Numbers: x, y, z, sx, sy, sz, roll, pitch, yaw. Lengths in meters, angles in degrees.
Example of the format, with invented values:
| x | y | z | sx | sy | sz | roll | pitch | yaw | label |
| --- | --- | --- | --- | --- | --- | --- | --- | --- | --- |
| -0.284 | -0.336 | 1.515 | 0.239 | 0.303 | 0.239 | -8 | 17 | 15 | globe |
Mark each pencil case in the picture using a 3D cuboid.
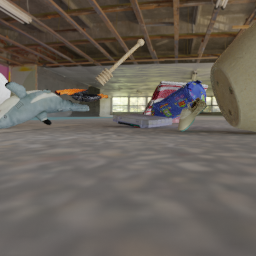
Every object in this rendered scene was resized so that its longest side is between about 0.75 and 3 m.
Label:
| x | y | z | sx | sy | sz | roll | pitch | yaw | label |
| --- | --- | --- | --- | --- | --- | --- | --- | --- | --- |
| 1.647 | -0.836 | 9.481 | 2.135 | 0.927 | 0.833 | -28 | 23 | 51 | pencil case |

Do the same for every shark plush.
| x | y | z | sx | sy | sz | roll | pitch | yaw | label |
| --- | --- | --- | --- | --- | --- | --- | --- | --- | --- |
| -2.718 | -0.500 | 8.934 | 2.815 | 1.172 | 1.279 | 4 | -36 | -29 | shark plush |

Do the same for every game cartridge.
| x | y | z | sx | sy | sz | roll | pitch | yaw | label |
| --- | --- | --- | --- | --- | --- | --- | --- | --- | --- |
| 0.440 | -0.256 | 9.484 | 1.164 | 0.345 | 1.795 | -12 | 15 | -39 | game cartridge |

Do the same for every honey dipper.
| x | y | z | sx | sy | sz | roll | pitch | yaw | label |
| --- | --- | --- | --- | --- | --- | --- | --- | --- | --- |
| -0.216 | -2.030 | 8.468 | 1.846 | 0.351 | 0.351 | -45 | 7 | -4 | honey dipper |

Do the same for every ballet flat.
| x | y | z | sx | sy | sz | roll | pitch | yaw | label |
| --- | --- | --- | --- | --- | --- | --- | --- | --- | --- |
| 1.577 | -0.396 | 7.143 | 0.428 | 0.428 | 1.231 | 3 | 35 | 46 | ballet flat |

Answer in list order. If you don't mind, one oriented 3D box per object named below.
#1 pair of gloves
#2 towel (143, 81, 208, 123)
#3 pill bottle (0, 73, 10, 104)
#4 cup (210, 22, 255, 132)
| x | y | z | sx | sy | sz | roll | pitch | yaw | label |
| --- | --- | --- | --- | --- | --- | --- | --- | --- | --- |
| -1.542 | -1.088 | 9.291 | 1.451 | 0.179 | 1.293 | 21 | 23 | 38 | pair of gloves |
| 1.795 | -0.952 | 11.369 | 1.947 | 0.307 | 2.703 | 2 | -27 | -12 | towel |
| -5.968 | -1.097 | 10.941 | 2.923 | 1.622 | 1.622 | -20 | -11 | 41 | pill bottle |
| 2.989 | -1.024 | 5.938 | 2.034 | 2.844 | 2.844 | -19 | 2 | 3 | cup |
